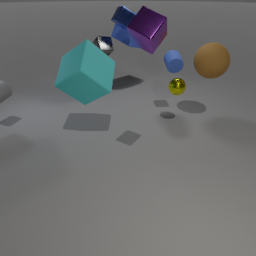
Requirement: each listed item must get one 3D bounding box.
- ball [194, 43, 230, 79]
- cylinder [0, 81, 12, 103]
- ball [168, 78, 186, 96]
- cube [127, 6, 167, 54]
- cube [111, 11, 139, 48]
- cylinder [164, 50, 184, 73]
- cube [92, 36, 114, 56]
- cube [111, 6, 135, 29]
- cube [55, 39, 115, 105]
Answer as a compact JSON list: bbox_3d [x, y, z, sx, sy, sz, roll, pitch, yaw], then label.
[{"bbox_3d":[3.341,-2.680,11.185,1.400,1.400,1.400,0,28,0],"label":"ball"},{"bbox_3d":[-4.943,-1.343,10.696,0.700,0.700,0.700,11,40,20],"label":"cylinder"},{"bbox_3d":[1.960,-1.645,11.154,0.700,0.700,0.700,0,28,0],"label":"ball"},{"bbox_3d":[0.489,-2.397,6.894,0.700,0.700,0.700,33,81,15],"label":"cube"},{"bbox_3d":[0.287,-4.895,13.896,1.400,1.400,1.400,37,30,30],"label":"cube"},{"bbox_3d":[1.894,-2.763,11.654,0.700,0.700,0.700,-3,45,-6],"label":"cylinder"},{"bbox_3d":[-1.174,-3.788,13.041,0.700,0.700,0.700,-7,-9,-32],"label":"cube"},{"bbox_3d":[-0.220,-4.915,12.460,0.700,0.700,0.700,25,9,-28],"label":"cube"},{"bbox_3d":[-1.468,-1.896,9.790,1.400,1.400,1.400,-20,52,37],"label":"cube"}]
